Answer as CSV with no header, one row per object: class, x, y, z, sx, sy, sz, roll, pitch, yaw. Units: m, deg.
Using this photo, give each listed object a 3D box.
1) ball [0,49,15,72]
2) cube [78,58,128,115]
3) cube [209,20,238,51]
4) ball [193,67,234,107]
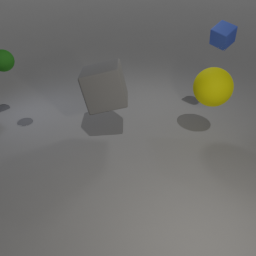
ball,-4.010,-2.159,8.970,0.700,0.700,0.700,0,30,0
cube,-0.830,-1.486,9.958,1.400,1.400,1.400,-12,28,6
cube,3.593,-3.500,10.588,0.700,0.700,0.700,-41,59,-16
ball,3.046,-1.465,10.044,1.400,1.400,1.400,0,30,0
